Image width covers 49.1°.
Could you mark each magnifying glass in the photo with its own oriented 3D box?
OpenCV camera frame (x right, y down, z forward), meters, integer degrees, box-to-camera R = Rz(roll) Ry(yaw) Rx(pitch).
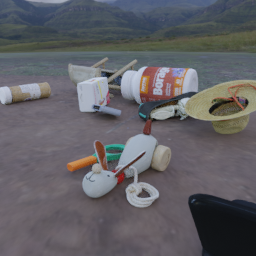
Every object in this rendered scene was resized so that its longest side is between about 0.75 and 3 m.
[{"bbox_3d":[-0.650,0.666,6.525,0.682,0.192,1.714,15,23,41],"label":"magnifying glass"}]

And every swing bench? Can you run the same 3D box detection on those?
[{"bbox_3d":[-1.216,-2.479,13.905,2.505,1.625,2.492,-22,29,-37],"label":"swing bench"}]

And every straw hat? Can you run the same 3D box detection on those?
[{"bbox_3d":[3.058,-0.427,8.408,2.548,1.078,2.548,-16,27,8],"label":"straw hat"}]

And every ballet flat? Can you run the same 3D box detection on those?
[{"bbox_3d":[1.597,-0.629,9.723,2.483,0.844,0.849,-15,31,-11],"label":"ballet flat"}]

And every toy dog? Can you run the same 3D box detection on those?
[{"bbox_3d":[0.053,0.516,5.726,1.476,1.078,2.237,5,19,16],"label":"toy dog"}]

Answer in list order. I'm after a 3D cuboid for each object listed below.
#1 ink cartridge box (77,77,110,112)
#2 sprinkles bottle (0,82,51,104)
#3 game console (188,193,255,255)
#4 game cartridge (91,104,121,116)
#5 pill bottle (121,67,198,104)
[{"bbox_3d":[-1.329,-1.337,11.096,0.640,1.113,1.534,1,19,19],"label":"ink cartridge box"},{"bbox_3d":[-4.530,-1.568,12.423,2.123,0.724,0.724,-17,25,-40],"label":"sprinkles bottle"},{"bbox_3d":[2.261,1.192,2.995,2.680,1.560,2.357,12,22,31],"label":"game console"},{"bbox_3d":[-0.741,-0.634,9.929,0.830,0.252,1.245,10,4,-24],"label":"game cartridge"},{"bbox_3d":[1.232,-1.635,11.285,2.846,1.597,1.597,8,20,26],"label":"pill bottle"}]
